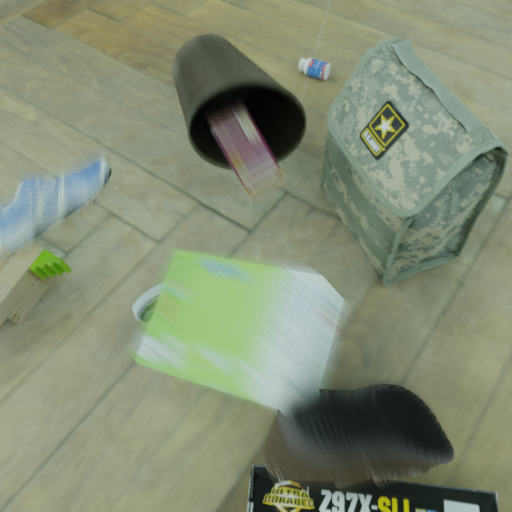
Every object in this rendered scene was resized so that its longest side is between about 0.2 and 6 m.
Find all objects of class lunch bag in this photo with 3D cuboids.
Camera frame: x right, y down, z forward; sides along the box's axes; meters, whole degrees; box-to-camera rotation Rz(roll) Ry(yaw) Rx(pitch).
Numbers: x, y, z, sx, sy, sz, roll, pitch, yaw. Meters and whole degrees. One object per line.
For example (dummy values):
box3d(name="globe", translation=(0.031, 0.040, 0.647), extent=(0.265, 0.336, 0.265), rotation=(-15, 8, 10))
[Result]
box3d(name="lunch bag", translation=(2.382, -1.506, 9.097), extent=(1.894, 3.222, 2.642), rotation=(-20, 58, -13))

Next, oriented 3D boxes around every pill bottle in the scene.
box3d(name="pill bottle", translation=(1.324, -4.291, 12.807), extent=(0.681, 0.382, 0.382), rotation=(20, 57, 13))

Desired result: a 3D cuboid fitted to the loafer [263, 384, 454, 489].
box3d(name="loafer", translation=(1.216, 2.200, 6.768), extent=(2.881, 1.023, 1.052), rotation=(17, 36, -33))

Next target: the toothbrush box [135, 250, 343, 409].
box3d(name="toothbrush box", translation=(-0.221, 1.003, 7.553), extent=(2.309, 0.994, 1.681), rotation=(9, 72, 29))

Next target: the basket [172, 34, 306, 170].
box3d(name="basket", translation=(-0.560, -2.879, 10.094), extent=(2.173, 1.639, 2.410), rotation=(0, 40, -30))

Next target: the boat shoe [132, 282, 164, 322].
box3d(name="boat shoe", translation=(-0.954, 0.768, 8.985), extent=(2.015, 0.744, 0.688), rotation=(-14, 53, -10))

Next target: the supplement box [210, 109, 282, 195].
box3d(name="supplement box", translation=(-0.130, -1.455, 7.930), extent=(0.575, 0.446, 1.042), rotation=(-29, 90, 2))

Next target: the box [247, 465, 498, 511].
box3d(name="box", translation=(1.358, 4.038, 6.701), extent=(3.171, 0.782, 2.532), rotation=(5, 53, 3))

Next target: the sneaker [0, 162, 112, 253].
box3d(name="sneaker", translation=(-2.966, -0.849, 8.052), extent=(1.927, 0.730, 0.742), rotation=(-36, 103, -15))

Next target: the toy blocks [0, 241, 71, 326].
box3d(name="toy blocks", translation=(-4.771, 0.379, 9.041), extent=(3.059, 1.529, 2.091), rotation=(27, 70, 18))
